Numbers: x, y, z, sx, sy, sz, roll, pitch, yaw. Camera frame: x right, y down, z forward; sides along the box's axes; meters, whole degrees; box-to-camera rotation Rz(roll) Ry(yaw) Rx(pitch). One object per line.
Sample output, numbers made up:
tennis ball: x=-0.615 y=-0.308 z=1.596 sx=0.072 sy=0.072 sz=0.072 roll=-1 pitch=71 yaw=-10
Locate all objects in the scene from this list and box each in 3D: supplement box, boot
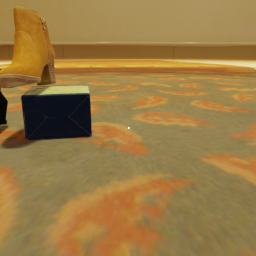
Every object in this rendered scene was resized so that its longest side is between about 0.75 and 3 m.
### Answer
supplement box: x=-1.660 y=-0.443 z=6.812 sx=1.487 sy=0.998 sz=1.486 roll=-3 pitch=17 yaw=-10
boot: x=-2.405 y=-1.856 z=6.380 sx=0.873 sy=1.777 sz=2.482 roll=-9 pitch=9 yaw=10

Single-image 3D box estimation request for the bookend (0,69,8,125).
bookend: x=-3.334 y=-0.886 z=6.697 sx=0.581 sy=1.262 sz=1.254 roll=-2 pitch=-22 yaw=-4
